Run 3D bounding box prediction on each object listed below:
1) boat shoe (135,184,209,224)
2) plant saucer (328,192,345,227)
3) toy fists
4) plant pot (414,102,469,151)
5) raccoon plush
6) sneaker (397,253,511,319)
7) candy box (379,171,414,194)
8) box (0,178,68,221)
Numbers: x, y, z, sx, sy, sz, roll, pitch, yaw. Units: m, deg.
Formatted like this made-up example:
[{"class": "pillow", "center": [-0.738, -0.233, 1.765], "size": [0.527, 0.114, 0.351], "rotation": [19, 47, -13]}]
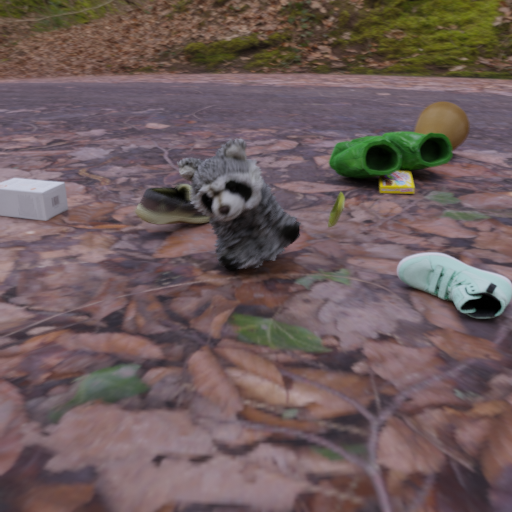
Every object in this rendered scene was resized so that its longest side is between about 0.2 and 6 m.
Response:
[{"class": "boat shoe", "center": [-1.514, -1.151, 11.869], "size": [2.221, 0.730, 0.794], "rotation": [-12, 46, -48]}, {"class": "plant saucer", "center": [1.651, -0.923, 11.396], "size": [0.139, 0.580, 0.581], "rotation": [21, 38, -1]}, {"class": "toy fists", "center": [3.668, -2.857, 15.673], "size": [3.477, 1.195, 1.772], "rotation": [-13, 7, -26]}, {"class": "plant pot", "center": [5.728, -3.815, 17.947], "size": [1.686, 1.686, 1.810], "rotation": [14, 40, 29]}, {"class": "raccoon plush", "center": [-0.518, -1.146, 10.079], "size": [1.570, 2.175, 3.245], "rotation": [-30, 23, -3]}, {"class": "sneaker", "center": [2.986, 0.445, 8.644], "size": [1.780, 0.655, 1.050], "rotation": [13, 20, 24]}, {"class": "candy box", "center": [3.757, -1.992, 15.069], "size": [0.873, 0.226, 1.708], "rotation": [4, 23, 10]}, {"class": "box", "center": [-5.200, -1.311, 12.860], "size": [1.399, 0.682, 0.870], "rotation": [7, 24, 15]}]
